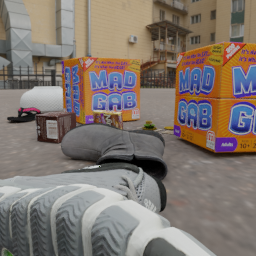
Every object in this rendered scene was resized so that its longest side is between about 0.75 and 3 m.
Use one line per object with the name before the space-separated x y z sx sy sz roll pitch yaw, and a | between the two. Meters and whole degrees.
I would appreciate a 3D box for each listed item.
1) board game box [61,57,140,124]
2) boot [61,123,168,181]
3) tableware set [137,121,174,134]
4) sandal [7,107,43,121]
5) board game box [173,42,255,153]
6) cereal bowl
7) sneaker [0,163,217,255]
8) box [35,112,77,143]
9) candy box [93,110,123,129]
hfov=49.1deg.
board game box | -1.032 -1.400 10.309 2.172 2.174 2.173 -6 11 -31
boot | -0.347 0.383 4.628 1.987 0.694 1.308 -3 15 10
tableware set | 1.058 -0.057 8.344 1.451 0.223 0.977 8 13 42
sandal | -3.640 -0.566 10.462 0.822 0.493 2.188 4 11 22
board game box | 2.372 -0.670 6.219 2.024 2.025 2.026 0 9 -14
cereal bowl | -4.072 -1.529 14.228 2.735 1.139 2.735 -1 9 0
sneaker | 0.036 0.676 1.891 2.728 1.024 1.576 8 10 43
box | -1.755 -0.038 6.915 0.653 0.660 0.795 4 10 23
candy box | -0.598 -0.229 8.292 0.916 0.535 0.259 6 19 28
